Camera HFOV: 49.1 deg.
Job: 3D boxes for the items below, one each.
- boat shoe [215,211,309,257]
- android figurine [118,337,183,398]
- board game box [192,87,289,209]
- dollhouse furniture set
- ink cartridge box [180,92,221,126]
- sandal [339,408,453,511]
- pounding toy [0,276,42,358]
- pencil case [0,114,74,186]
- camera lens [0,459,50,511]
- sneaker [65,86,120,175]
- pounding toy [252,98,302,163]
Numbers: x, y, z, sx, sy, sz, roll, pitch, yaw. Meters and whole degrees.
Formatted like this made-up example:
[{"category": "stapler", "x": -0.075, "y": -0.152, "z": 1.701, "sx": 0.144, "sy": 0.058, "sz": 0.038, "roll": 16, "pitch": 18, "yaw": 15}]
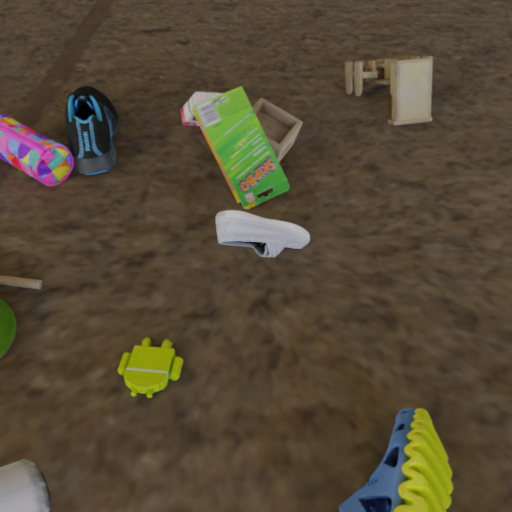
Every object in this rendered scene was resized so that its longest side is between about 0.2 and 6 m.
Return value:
[{"category": "boat shoe", "x": 0.129, "y": -0.264, "z": 8.761, "sx": 1.685, "sy": 0.607, "sz": 0.577, "roll": 14, "pitch": 71, "yaw": -38}, {"category": "android figurine", "x": -1.402, "y": 1.471, "z": 7.391, "sx": 0.826, "sy": 0.186, "sz": 0.908, "roll": 3, "pitch": 42, "yaw": 3}, {"category": "board game box", "x": -0.258, "y": -1.928, "z": 10.145, "sx": 0.988, "sy": 0.310, "sz": 2.069, "roll": -26, "pitch": 89, "yaw": -14}, {"category": "dollhouse furniture set", "x": 3.158, "y": -3.794, "z": 12.767, "sx": 1.733, "sy": 1.313, "sz": 1.977, "roll": -8, "pitch": 21, "yaw": -9}, {"category": "ink cartridge box", "x": -1.108, "y": -3.059, "z": 11.730, "sx": 0.659, "sy": 0.911, "sz": 0.384, "roll": -6, "pitch": 83, "yaw": -29}, {"category": "sandal", "x": 1.316, "y": 2.555, "z": 5.672, "sx": 1.107, "sy": 1.011, "sz": 2.543, "roll": -17, "pitch": 21, "yaw": 33}, {"category": "pounding toy", "x": -4.117, "y": 0.691, "z": 7.687, "sx": 1.557, "sy": 0.936, "sz": 2.017, "roll": 6, "pitch": 43, "yaw": 6}, {"category": "pencil case", "x": -4.452, "y": -2.063, "z": 10.777, "sx": 2.057, "sy": 0.909, "sz": 0.909, "roll": 28, "pitch": 49, "yaw": 26}, {"category": "camera lens", "x": -2.549, "y": 2.477, "z": 5.506, "sx": 0.894, "sy": 0.715, "sz": 0.715, "roll": -10, "pitch": 39, "yaw": -40}, {"category": "sneaker", "x": -3.351, "y": -2.897, "z": 11.442, "sx": 1.069, "sy": 1.196, "sz": 2.921, "roll": -11, "pitch": 43, "yaw": -12}, {"category": "pounding toy", "x": 0.040, "y": -2.291, "z": 11.069, "sx": 1.157, "sy": 0.894, "sz": 1.257, "roll": 31, "pitch": 55, "yaw": 4}]
